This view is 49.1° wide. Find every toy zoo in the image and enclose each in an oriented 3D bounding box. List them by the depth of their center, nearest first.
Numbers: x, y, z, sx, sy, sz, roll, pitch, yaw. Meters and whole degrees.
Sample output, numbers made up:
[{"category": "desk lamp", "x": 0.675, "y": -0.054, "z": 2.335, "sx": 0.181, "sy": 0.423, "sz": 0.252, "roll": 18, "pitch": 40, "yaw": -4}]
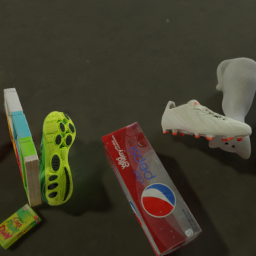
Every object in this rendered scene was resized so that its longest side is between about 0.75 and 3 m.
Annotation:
[{"category": "toy zoo", "x": -2.302, "y": 0.264, "z": 5.995, "sx": 0.244, "sy": 1.566, "sz": 2.387, "roll": -13, "pitch": 50, "yaw": -26}]

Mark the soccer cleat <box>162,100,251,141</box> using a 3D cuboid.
[{"category": "soccer cleat", "x": 1.607, "y": -0.195, "z": 6.173, "sx": 0.762, "sy": 0.853, "sz": 2.200, "roll": 6, "pitch": 1, "yaw": -42}]

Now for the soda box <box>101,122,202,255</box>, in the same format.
[{"category": "soda box", "x": 0.366, "y": 1.160, "z": 5.565, "sx": 0.877, "sy": 0.794, "sz": 2.505, "roll": -24, "pitch": 61, "yaw": -10}]

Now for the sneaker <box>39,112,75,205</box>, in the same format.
[{"category": "sneaker", "x": -1.633, "y": 0.598, "z": 5.973, "sx": 0.759, "sy": 0.856, "sz": 2.048, "roll": 18, "pitch": 62, "yaw": -40}]

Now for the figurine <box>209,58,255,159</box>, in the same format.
[{"category": "figurine", "x": 3.414, "y": -0.273, "z": 6.771, "sx": 2.818, "sy": 1.213, "sz": 2.750, "roll": 13, "pitch": 57, "yaw": 12}]

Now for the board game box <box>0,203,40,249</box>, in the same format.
[{"category": "board game box", "x": -2.202, "y": 1.935, "z": 5.548, "sx": 0.409, "sy": 0.192, "sz": 0.804, "roll": 39, "pitch": 60, "yaw": 24}]
